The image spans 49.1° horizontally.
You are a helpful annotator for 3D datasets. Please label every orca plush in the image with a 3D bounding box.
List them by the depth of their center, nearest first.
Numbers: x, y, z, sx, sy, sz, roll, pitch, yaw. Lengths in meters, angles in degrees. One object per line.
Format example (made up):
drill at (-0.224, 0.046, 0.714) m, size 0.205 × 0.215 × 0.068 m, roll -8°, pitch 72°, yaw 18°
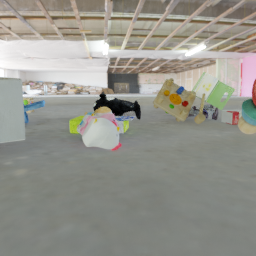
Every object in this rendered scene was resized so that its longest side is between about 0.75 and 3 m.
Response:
orca plush at (-0.692, -0.667, 12.543) m, size 2.814 × 1.000 × 1.480 m, roll 17°, pitch -29°, yaw 32°

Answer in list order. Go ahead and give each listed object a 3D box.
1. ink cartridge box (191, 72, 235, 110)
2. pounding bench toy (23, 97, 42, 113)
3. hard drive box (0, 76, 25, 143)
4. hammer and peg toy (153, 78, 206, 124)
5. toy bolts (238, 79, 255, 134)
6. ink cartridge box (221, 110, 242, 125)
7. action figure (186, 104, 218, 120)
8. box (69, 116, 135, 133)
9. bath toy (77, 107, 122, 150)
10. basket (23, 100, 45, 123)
ink cartridge box at (3.634, -1.602, 12.043) m, size 1.508 × 1.097 × 0.362 m, roll 35°, pitch 7°, yaw 26°
pounding bench toy at (-5.502, -1.263, 15.522) m, size 1.320 × 0.820 × 1.029 m, roll -1°, pitch 8°, yaw -7°
hard drive box at (-3.399, -0.429, 4.994) m, size 2.168 × 1.068 × 2.782 m, roll -8°, pitch 15°, yaw -37°
hammer and peg toy at (2.050, -0.949, 10.680) m, size 1.958 × 1.440 × 0.690 m, roll 30°, pitch -31°, yaw 0°
toy bolts at (4.340, -0.161, 7.761) m, size 2.384 × 1.654 × 2.278 m, roll 9°, pitch 49°, yaw -2°
ink cartridge box at (4.390, -0.435, 10.887) m, size 1.200 × 0.497 × 0.874 m, roll -1°, pitch 8°, yaw -8°
action figure at (2.809, -0.684, 12.093) m, size 1.978 × 0.686 × 1.287 m, roll -3°, pitch 12°, yaw -8°
box at (-0.758, -0.129, 8.851) m, size 1.896 × 0.452 × 1.156 m, roll 0°, pitch 9°, yaw 7°
bath toy at (-0.650, 0.002, 6.883) m, size 0.867 × 1.020 × 2.346 m, roll 33°, pitch 1°, yaw -15°
basket at (-3.922, -0.737, 10.584) m, size 1.562 × 1.086 × 1.377 m, roll -21°, pitch 14°, yaw -10°
